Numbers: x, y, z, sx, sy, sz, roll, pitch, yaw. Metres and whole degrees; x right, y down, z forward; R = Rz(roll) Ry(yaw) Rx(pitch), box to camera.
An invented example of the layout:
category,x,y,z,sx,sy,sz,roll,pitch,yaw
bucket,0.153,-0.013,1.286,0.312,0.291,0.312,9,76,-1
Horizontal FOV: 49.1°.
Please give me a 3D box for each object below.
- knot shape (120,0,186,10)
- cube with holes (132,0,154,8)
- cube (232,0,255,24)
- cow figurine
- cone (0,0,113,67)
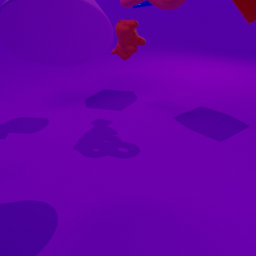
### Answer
category,x,y,z,sx,sy,sz,roll,pitch,yaw
knot shape,0.696,-3.371,6.417,1.591,1.700,0.786,22,-5,16
cube with holes,0.661,-4.913,9.210,1.198,1.198,1.198,-3,59,12
cube,3.505,-3.964,7.651,1.272,1.272,1.272,23,51,-43
cow figurine,-0.088,-2.314,7.359,1.129,1.147,0.630,24,62,43
cone,-1.108,-2.106,4.326,1.662,1.662,1.669,-4,72,-1
